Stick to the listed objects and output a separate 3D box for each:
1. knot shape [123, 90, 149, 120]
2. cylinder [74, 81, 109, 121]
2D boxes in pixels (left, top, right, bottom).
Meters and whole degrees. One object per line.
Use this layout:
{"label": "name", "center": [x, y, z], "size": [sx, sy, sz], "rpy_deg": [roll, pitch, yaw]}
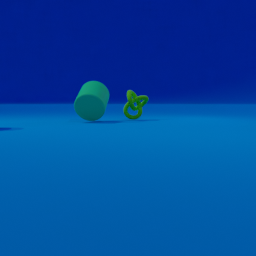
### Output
{"label": "knot shape", "center": [0.225, -0.912, 10.050], "size": [1.061, 0.993, 0.490], "rpy_deg": [-47, 37, -19]}
{"label": "cylinder", "center": [-1.162, -0.889, 9.131], "size": [0.987, 0.987, 0.987], "rpy_deg": [1, 34, 6]}
